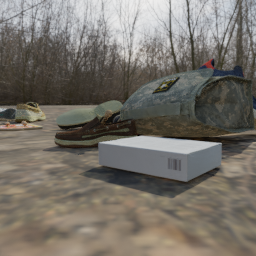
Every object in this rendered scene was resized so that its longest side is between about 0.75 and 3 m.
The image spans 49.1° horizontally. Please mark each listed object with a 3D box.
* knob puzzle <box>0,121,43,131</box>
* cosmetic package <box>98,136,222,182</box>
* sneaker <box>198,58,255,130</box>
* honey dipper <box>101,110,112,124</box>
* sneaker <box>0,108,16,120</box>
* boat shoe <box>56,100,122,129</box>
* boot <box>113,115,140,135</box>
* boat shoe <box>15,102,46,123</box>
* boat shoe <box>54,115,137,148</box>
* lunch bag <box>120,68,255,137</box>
[{"bbox_3d":[-3.800,-0.086,9.352,1.632,0.226,1.632,0,6,0],"label":"knob puzzle"},{"bbox_3d":[0.455,0.377,4.041,1.439,0.372,1.085,4,9,39],"label":"cosmetic package"},{"bbox_3d":[3.175,-1.029,7.971,2.846,1.203,1.067,39,-4,20],"label":"sneaker"},{"bbox_3d":[-0.596,-0.093,6.376,0.258,0.258,1.360,-2,-22,-19],"label":"honey dipper"},{"bbox_3d":[-6.023,-0.611,13.039,1.887,0.664,0.756,5,-5,-12],"label":"sneaker"},{"bbox_3d":[-1.253,-0.298,9.459,2.281,0.715,0.834,-15,44,-19],"label":"boat shoe"},{"bbox_3d":[0.472,-0.186,8.034,1.859,0.680,1.400,-4,5,-1],"label":"boot"},{"bbox_3d":[-4.390,-0.757,12.808,0.952,0.854,2.572,0,6,-4],"label":"boat shoe"},{"bbox_3d":[-0.670,0.037,5.985,1.766,0.653,0.652,-2,6,-19],"label":"boat shoe"},{"bbox_3d":[1.373,-0.512,6.612,2.600,1.528,2.132,-4,1,-42],"label":"lunch bag"}]
